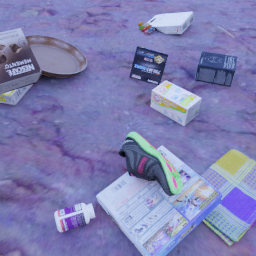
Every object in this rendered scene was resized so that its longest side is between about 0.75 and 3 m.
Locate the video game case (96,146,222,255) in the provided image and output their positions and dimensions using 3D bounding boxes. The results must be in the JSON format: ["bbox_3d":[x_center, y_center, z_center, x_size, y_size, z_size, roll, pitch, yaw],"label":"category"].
[{"bbox_3d":[0.766,1.823,7.136,2.364,0.537,2.143,-35,51,-20],"label":"video game case"}]

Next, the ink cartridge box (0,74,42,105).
[{"bbox_3d":[-5.091,-2.077,11.276,2.643,0.621,2.612,11,46,9],"label":"ink cartridge box"}]

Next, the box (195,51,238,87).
[{"bbox_3d":[3.598,-2.433,11.459,1.491,0.798,1.107,14,47,14],"label":"box"}]

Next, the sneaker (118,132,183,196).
[{"bbox_3d":[0.520,1.001,7.040,0.954,0.874,2.278,-49,41,2],"label":"sneaker"}]

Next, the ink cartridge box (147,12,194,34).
[{"bbox_3d":[2.142,-5.563,14.992,2.267,0.568,1.839,8,43,34],"label":"ink cartridge box"}]

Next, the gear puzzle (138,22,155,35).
[{"bbox_3d":[0.894,-5.311,14.653,0.631,0.160,1.218,-34,50,1],"label":"gear puzzle"}]

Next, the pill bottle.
[{"bbox_3d":[-1.322,2.207,6.997,0.939,0.528,0.528,-14,47,-14],"label":"pill bottle"}]

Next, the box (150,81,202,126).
[{"bbox_3d":[1.655,-0.904,9.930,1.551,0.786,0.872,34,53,29],"label":"box"}]

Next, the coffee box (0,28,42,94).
[{"bbox_3d":[-4.160,-1.760,8.240,2.691,1.074,1.521,-25,90,-30],"label":"coffee box"}]

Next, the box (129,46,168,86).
[{"bbox_3d":[0.767,-2.301,10.423,1.207,1.198,0.300,17,19,4],"label":"box"}]

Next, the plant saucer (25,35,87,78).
[{"bbox_3d":[-3.188,-2.938,11.676,2.944,0.472,2.944,16,37,-12],"label":"plant saucer"}]

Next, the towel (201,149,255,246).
[{"bbox_3d":[2.898,1.689,7.668,2.653,0.302,1.905,-30,52,-26],"label":"towel"}]
